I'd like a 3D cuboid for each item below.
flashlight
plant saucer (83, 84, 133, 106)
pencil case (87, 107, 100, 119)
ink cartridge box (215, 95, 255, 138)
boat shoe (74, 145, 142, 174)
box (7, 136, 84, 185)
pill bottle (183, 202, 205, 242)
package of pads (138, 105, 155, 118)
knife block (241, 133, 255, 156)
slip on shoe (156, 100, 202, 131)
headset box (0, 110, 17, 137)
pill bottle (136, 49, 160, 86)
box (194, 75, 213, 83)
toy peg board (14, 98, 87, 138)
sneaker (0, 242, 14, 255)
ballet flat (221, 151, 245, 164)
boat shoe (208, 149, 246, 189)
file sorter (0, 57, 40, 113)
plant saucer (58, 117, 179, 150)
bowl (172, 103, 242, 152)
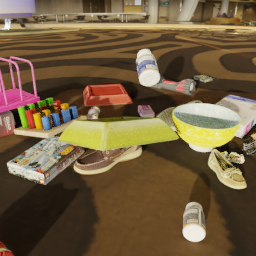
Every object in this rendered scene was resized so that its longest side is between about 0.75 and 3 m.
[{"bbox_3d":[2.431,-2.414,15.127,2.402,0.816,0.813,22,32,37],"label":"flashlight"},{"bbox_3d":[-1.092,-1.752,14.203,2.297,0.422,2.293,-4,26,-10],"label":"plant saucer"},{"bbox_3d":[-1.423,-0.518,11.582,0.470,0.430,1.035,0,26,2],"label":"pencil case"},{"bbox_3d":[4.225,-0.561,11.082,1.672,0.588,2.802,20,35,34],"label":"ink cartridge box"},{"bbox_3d":[-0.572,0.679,8.599,2.369,0.853,0.855,-15,30,-29],"label":"boat shoe"},{"bbox_3d":[-2.455,0.904,8.656,1.359,0.396,1.985,12,28,23],"label":"box"},{"bbox_3d":[1.462,2.051,6.194,0.469,0.469,0.806,5,26,11],"label":"pill bottle"},{"bbox_3d":[0.778,-0.683,12.041,0.550,0.346,0.913,-2,26,-10],"label":"package of pads"},{"bbox_3d":[4.279,0.359,9.108,1.057,1.205,0.385,22,17,-26],"label":"knife block"},{"bbox_3d":[2.011,-0.468,11.192,2.514,0.931,0.769,-23,4,-33],"label":"slip on shoe"},{"bbox_3d":[-5.446,-0.250,10.494,2.362,0.886,1.756,-18,31,-33],"label":"headset box"},{"bbox_3d":[0.937,-3.024,13.808,1.010,1.010,1.820,-3,53,-6],"label":"pill bottle"},{"bbox_3d":[4.596,-3.015,17.075,0.738,0.204,0.921,-15,29,-27],"label":"box"},{"bbox_3d":[-2.941,-0.480,10.408,1.967,0.966,1.975,4,22,37],"label":"toy peg board"},{"bbox_3d":[-3.298,2.575,4.946,2.162,0.847,1.249,-7,15,-42],"label":"sneaker"},{"bbox_3d":[3.174,0.888,8.812,0.945,0.302,0.357,7,27,15],"label":"ballet flat"},{"bbox_3d":[2.817,1.166,8.018,0.556,0.480,1.525,-6,26,-11],"label":"boat shoe"},{"bbox_3d":[-5.047,-1.648,10.477,1.842,1.662,2.651,20,31,36],"label":"file sorter"},{"bbox_3d":[-0.354,0.045,8.714,2.800,0.671,2.804,-6,7,-36],"label":"plant saucer"},{"bbox_3d":[2.560,0.090,9.443,2.208,1.188,2.208,1,25,0],"label":"bowl"}]
